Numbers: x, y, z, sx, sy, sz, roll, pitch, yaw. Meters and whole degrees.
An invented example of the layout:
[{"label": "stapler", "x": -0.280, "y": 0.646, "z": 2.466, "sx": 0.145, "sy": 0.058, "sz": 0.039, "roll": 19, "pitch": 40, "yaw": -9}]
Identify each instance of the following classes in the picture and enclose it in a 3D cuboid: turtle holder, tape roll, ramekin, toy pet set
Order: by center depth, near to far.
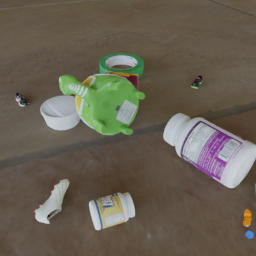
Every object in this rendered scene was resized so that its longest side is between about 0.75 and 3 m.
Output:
[{"label": "turtle holder", "x": -0.865, "y": -0.734, "z": 8.339, "sx": 2.379, "sy": 1.807, "sz": 1.689, "roll": -17, "pitch": 33, "yaw": -40}, {"label": "toy pet set", "x": 4.192, "y": 2.453, "z": 8.362, "sx": 1.686, "sy": 0.895, "sz": 1.574, "roll": 0, "pitch": 73, "yaw": 5}, {"label": "ramekin", "x": -2.800, "y": -0.617, "z": 11.963, "sx": 1.713, "sy": 0.798, "sz": 1.713, "roll": 1, "pitch": 38, "yaw": 0}, {"label": "tape roll", "x": -0.357, "y": -3.432, "z": 15.678, "sx": 2.460, "sy": 0.591, "sz": 2.460, "roll": 0, "pitch": 39, "yaw": 0}]

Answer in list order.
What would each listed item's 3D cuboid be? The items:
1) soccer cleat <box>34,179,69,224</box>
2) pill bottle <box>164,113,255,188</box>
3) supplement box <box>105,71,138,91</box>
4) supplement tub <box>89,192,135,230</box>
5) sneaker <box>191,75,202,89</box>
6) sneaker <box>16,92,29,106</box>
[{"label": "soccer cleat", "x": -2.207, "y": 2.251, "z": 8.633, "sx": 0.597, "sy": 0.534, "sz": 1.540, "roll": 22, "pitch": 49, "yaw": 16}, {"label": "pill bottle", "x": 2.726, "y": 0.631, "z": 9.728, "sx": 1.646, "sy": 1.646, "sz": 2.933, "roll": -30, "pitch": 47, "yaw": -32}, {"label": "supplement box", "x": -0.573, "y": -1.282, "z": 12.432, "sx": 1.592, "sy": 1.235, "sz": 2.884, "roll": 7, "pitch": 39, "yaw": 9}, {"label": "supplement tub", "x": -0.467, "y": 2.383, "z": 8.138, "sx": 1.176, "sy": 0.850, "sz": 0.850, "roll": -13, "pitch": 40, "yaw": -16}, {"label": "sneaker", "x": 3.549, "y": -2.394, "z": 14.467, "sx": 0.426, "sy": 0.465, "sz": 1.109, "roll": 17, "pitch": 42, "yaw": 20}, {"label": "sneaker", "x": -5.063, "y": -1.368, "z": 13.218, "sx": 0.967, "sy": 0.417, "sz": 0.388, "roll": 30, "pitch": 49, "yaw": 32}]
